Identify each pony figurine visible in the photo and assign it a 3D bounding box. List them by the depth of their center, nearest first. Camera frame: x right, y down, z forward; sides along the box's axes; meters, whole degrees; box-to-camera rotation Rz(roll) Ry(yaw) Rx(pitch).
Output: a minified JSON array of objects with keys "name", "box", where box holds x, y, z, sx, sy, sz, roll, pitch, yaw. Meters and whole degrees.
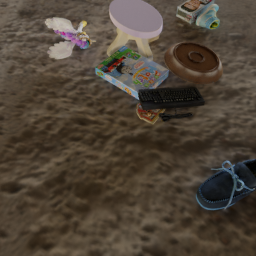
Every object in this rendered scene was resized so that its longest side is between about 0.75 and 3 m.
[{"name":"pony figurine","box":[-2.315,-3.700,11.136,1.848,1.594,1.914,-6,38,-15]}]

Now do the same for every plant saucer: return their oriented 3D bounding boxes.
[{"name":"plant saucer","box":[2.535,-2.578,10.598,2.322,0.372,2.322,7,51,-8]}]

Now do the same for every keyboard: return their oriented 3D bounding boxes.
[{"name":"keyboard","box":[1.528,-0.847,9.389,2.303,0.237,1.464,-6,56,-17]}]

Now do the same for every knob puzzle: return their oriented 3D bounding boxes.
[{"name":"knob puzzle","box":[0.689,-0.635,9.533,1.009,0.140,1.009,0,54,0]}]

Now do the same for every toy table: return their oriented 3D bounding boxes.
[{"name":"toy table","box":[0.247,-3.799,10.991,2.401,1.530,2.612,-16,55,-12]}]

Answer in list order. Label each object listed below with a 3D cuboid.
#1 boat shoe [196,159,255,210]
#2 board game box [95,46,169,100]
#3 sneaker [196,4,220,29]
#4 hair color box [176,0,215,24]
[{"name":"boat shoe","box":[3.066,1.265,7.642,2.731,0.937,1.149,-25,58,-17]},{"name":"board game box","box":[0.148,-2.089,10.431,2.193,0.401,1.659,34,61,21]},{"name":"sneaker","box":[3.783,-4.857,12.373,0.948,0.577,1.452,36,71,26]},{"name":"hair color box","box":[3.105,-5.537,12.884,0.849,0.520,1.714,39,63,24]}]
